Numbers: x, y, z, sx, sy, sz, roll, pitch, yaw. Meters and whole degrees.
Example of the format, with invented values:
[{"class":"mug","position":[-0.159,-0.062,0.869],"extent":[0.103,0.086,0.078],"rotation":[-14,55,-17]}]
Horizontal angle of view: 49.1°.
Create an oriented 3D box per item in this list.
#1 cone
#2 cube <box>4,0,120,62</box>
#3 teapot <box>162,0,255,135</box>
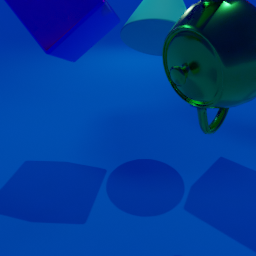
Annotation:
[{"class":"cone","position":[0.667,-2.328,5.251],"extent":[1.457,1.462,1.457],"rotation":[8,-7,1]},{"class":"cube","position":[-1.120,-2.150,5.045],"extent":[1.296,1.296,1.296],"rotation":[-38,0,12]},{"class":"teapot","position":[0.891,-0.820,3.121],"extent":[1.002,2.046,1.272],"rotation":[-29,33,-23]}]
